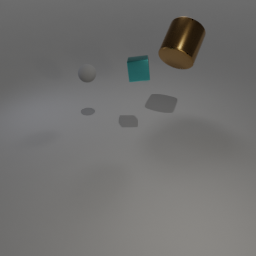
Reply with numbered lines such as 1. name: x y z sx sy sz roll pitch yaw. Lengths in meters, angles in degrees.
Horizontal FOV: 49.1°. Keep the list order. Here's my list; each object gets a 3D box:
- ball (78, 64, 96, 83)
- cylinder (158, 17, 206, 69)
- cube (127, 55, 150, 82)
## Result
1. ball: -1.572 -2.102 10.778 0.700 0.700 0.700 0 31 0
2. cylinder: 2.036 -3.175 10.589 1.400 1.400 1.400 18 77 26
3. cube: 0.361 -2.004 9.442 0.700 0.700 0.700 -5 26 6
